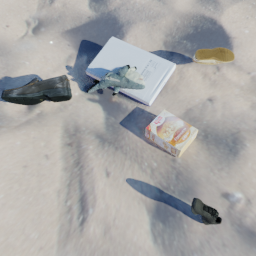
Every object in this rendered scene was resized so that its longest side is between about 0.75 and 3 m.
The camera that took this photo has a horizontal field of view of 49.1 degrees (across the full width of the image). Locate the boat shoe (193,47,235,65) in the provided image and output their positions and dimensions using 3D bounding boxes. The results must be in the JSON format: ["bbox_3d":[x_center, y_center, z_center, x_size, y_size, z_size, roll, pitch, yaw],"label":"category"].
[{"bbox_3d":[2.802,-2.344,9.249,1.391,0.481,0.513,1,82,-10],"label":"boat shoe"}]

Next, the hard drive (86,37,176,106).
[{"bbox_3d":[0.074,-1.959,9.410,2.536,0.322,1.673,29,74,19],"label":"hard drive"}]

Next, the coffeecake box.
[{"bbox_3d":[1.239,0.140,8.051,1.195,0.437,0.917,33,61,22],"label":"coffeecake box"}]

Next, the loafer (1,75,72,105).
[{"bbox_3d":[-2.805,-1.179,8.649,2.106,0.767,0.761,-5,78,-9],"label":"loafer"}]

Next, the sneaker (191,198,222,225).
[{"bbox_3d":[1.831,1.925,6.488,0.461,1.017,0.386,-11,46,44],"label":"sneaker"}]

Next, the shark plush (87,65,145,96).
[{"bbox_3d":[-0.448,-1.396,8.769,1.904,0.865,0.793,-13,94,7],"label":"shark plush"}]
